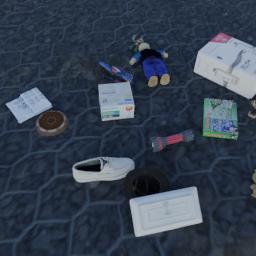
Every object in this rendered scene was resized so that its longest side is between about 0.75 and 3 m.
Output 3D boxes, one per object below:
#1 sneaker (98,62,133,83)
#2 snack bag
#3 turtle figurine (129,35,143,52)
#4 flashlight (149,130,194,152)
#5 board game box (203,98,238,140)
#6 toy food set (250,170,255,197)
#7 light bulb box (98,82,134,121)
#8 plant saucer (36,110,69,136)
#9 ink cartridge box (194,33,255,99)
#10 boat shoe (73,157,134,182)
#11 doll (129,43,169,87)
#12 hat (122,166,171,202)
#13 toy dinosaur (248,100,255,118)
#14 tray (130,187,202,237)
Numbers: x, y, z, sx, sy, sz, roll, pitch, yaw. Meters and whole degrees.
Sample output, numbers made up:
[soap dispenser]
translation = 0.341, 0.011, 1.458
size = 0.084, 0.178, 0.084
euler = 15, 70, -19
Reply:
[sneaker]
translation = -0.610, -2.521, 13.006
size = 1.939, 0.730, 0.761
euler = 34, 51, 14
[snack bag]
translation = -4.284, -1.010, 12.027
size = 1.559, 0.167, 1.470
euler = -32, 58, -23
[turtle figurine]
translation = 0.500, -4.463, 14.642
size = 0.744, 0.501, 0.994
euler = 18, 68, 34
[flashlight]
translation = 1.660, 0.456, 10.573
size = 1.681, 0.571, 0.569
euler = -13, 54, -10
[board game box]
translation = 3.750, -0.423, 11.404
size = 1.294, 0.280, 1.924
euler = 6, 50, 11
[toy food set]
translation = 4.574, 2.014, 9.566
size = 0.758, 0.188, 1.192
euler = 23, 47, 17
[light bulb box]
translation = -0.499, -1.115, 11.661
size = 1.357, 0.854, 1.369
euler = -6, 52, -5
[plant saucer]
translation = -3.102, -0.260, 11.394
size = 1.339, 0.215, 1.339
euler = 0, 51, -1
[ink cartridge box]
translation = 4.917, -2.938, 12.914
size = 2.942, 1.218, 2.156
euler = 34, 58, 24
[boat shoe]
translation = -0.842, 1.335, 9.752
size = 2.170, 0.713, 0.781
euler = -5, 51, -4
[doll]
translation = 1.032, -3.202, 13.479
size = 1.944, 0.690, 2.849
euler = -10, 52, -6
[hat]
translation = 0.609, 2.044, 9.231
size = 1.596, 0.644, 1.596
euler = -1, 49, 1
[toy dinosaur]
translation = 5.599, -0.645, 11.406
size = 1.193, 0.687, 2.360
euler = 19, 53, 13
[tray]
translation = 1.208, 2.583, 8.636
size = 2.179, 0.242, 1.170
euler = -10, 87, -8
